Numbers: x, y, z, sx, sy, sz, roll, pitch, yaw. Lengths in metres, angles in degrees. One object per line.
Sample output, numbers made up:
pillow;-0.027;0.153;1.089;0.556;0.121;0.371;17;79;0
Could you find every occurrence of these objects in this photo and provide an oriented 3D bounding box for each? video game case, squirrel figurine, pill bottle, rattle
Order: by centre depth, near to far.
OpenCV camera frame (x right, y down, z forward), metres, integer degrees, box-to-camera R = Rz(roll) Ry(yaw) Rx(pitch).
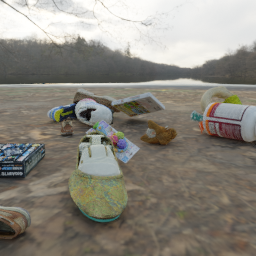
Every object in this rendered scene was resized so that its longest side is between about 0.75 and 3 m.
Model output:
squirrel figurine;1.075;0.203;9.045;1.008;0.713;0.941;24;12;29
pill bottle;3.689;-0.192;9.302;1.168;1.168;2.131;-11;16;-42
rattle;3.222;-0.396;11.427;2.704;1.760;1.931;-45;8;-26
video game case;0.501;-0.982;12.370;1.765;0.222;1.939;-12;-17;23

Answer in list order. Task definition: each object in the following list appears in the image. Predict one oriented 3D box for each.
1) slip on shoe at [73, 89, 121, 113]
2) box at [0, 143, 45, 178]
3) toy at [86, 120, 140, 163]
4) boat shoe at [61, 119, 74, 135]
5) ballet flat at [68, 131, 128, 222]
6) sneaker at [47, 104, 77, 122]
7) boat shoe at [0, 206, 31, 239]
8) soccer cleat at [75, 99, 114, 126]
slip on shoe;-1.529;-1.196;13.941;2.566;0.975;0.777;21;60;10
box;-2.853;0.735;6.751;1.292;0.374;1.625;0;12;-1
toy;-0.342;0.253;7.102;1.275;0.301;0.734;35;42;13
boat shoe;-2.270;-0.049;10.348;0.490;0.465;1.294;-4;12;-18
ballet flat;-0.612;0.683;5.492;1.050;1.050;2.971;-2;12;-8
sneaker;-2.985;-0.772;13.335;0.790;0.710;1.920;5;12;33
boat shoe;-1.974;1.305;3.903;1.159;0.439;0.416;-1;13;6
soccer cleat;-1.796;-0.730;12.088;1.274;1.031;2.951;0;10;-37
